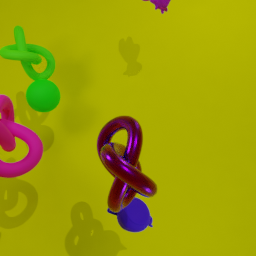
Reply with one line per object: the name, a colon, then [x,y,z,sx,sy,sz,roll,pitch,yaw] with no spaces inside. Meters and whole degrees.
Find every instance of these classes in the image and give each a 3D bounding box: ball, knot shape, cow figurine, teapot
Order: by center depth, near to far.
knot shape: [-0.061,0.760,4.925,0.792,1.603,1.713,-10,36,-9]
knot shape: [-2.782,0.027,5.802,0.908,1.839,1.965,-39,56,7]
teapot: [0.116,1.941,6.138,1.222,0.599,0.760,23,45,-18]
knot shape: [-2.635,-1.987,7.258,0.693,1.500,1.404,-38,68,16]
ball: [-2.198,-0.834,7.279,0.867,0.867,0.867,0,75,0]
cow figurine: [0.719,-3.756,7.846,0.679,1.237,1.218,11,86,-41]
